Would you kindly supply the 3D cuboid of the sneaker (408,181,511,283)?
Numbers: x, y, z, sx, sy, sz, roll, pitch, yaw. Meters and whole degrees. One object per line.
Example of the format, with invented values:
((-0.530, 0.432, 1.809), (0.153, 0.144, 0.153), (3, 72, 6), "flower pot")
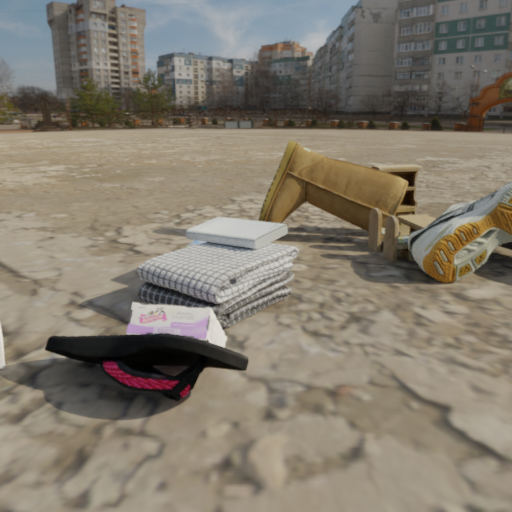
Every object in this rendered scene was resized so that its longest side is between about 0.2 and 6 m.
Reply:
((4.215, -0.756, 10.258), (3.152, 1.192, 1.382), (-26, 21, -2), "sneaker")

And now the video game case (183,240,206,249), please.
((-0.767, -0.087, 11.540), (1.479, 0.163, 1.346), (4, 17, 15), "video game case")

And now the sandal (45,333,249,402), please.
((-1.251, 1.248, 6.167), (2.680, 0.604, 1.006), (-5, -26, 29), "sandal")

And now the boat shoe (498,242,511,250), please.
((5.494, -0.146, 10.493), (1.017, 0.859, 2.853), (1, 23, -20), "boat shoe")

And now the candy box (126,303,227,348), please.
((-0.902, 0.930, 6.601), (0.925, 0.395, 1.103), (4, -24, 9), "candy box")

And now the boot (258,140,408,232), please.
((1.607, -1.047, 12.479), (2.774, 2.429, 0.917), (23, 17, 3), "boot")

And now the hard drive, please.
((-0.334, -0.408, 9.442), (1.438, 0.192, 0.948), (9, 23, 34), "hard drive")

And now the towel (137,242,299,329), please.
((-0.560, 0.368, 8.827), (1.713, 0.885, 2.069), (11, 21, 37), "towel")

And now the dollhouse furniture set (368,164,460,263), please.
((3.445, -1.007, 12.084), (2.129, 1.614, 2.429), (-4, 17, -14), "dollhouse furniture set")

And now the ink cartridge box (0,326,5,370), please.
((-3.786, 1.105, 6.873), (1.220, 0.513, 0.888), (-7, 18, -24), "ink cartridge box")
